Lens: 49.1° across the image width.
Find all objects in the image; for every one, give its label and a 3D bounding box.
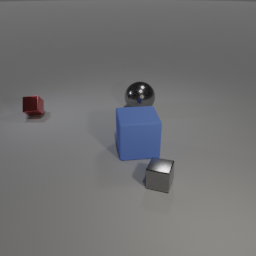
[{"bbox_3d":[0.953,1.381,8.304,0.700,0.700,0.700,8,29,18],"label":"cube"},{"bbox_3d":[-4.181,-0.972,12.378,0.700,0.700,0.700,-6,-13,3],"label":"cube"},{"bbox_3d":[0.331,0.155,9.874,1.400,1.400,1.400,-3,28,-6],"label":"cube"},{"bbox_3d":[0.542,-1.420,12.811,1.400,1.400,1.400,0,28,0],"label":"ball"}]
